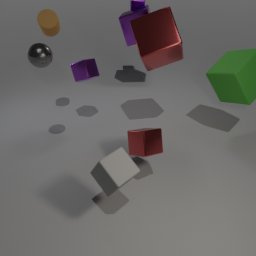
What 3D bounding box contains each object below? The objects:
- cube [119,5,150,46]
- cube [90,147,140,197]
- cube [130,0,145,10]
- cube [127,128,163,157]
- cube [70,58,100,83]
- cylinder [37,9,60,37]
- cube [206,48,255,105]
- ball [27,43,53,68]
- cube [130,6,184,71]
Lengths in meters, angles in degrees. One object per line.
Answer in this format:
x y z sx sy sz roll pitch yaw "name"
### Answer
0.483 -5.018 13.699 1.400 1.400 1.400 -13 28 14 "cube"
-0.300 0.990 6.341 0.700 0.700 0.700 -31 77 -37 "cube"
0.474 -6.283 14.131 0.700 0.700 0.700 0 56 -2 "cube"
0.482 0.386 7.860 0.700 0.700 0.700 -8 5 -39 "cube"
-1.624 -2.183 10.604 0.700 0.700 0.700 -9 11 34 "cube"
-2.767 -3.671 9.815 0.700 0.700 0.700 -5 -4 -8 "cylinder"
4.001 -1.855 10.151 1.400 1.400 1.400 -45 27 -14 "cube"
-2.523 -2.080 8.043 0.700 0.700 0.700 0 31 0 "ball"
1.027 -3.023 9.697 1.400 1.400 1.400 -18 -11 10 "cube"
